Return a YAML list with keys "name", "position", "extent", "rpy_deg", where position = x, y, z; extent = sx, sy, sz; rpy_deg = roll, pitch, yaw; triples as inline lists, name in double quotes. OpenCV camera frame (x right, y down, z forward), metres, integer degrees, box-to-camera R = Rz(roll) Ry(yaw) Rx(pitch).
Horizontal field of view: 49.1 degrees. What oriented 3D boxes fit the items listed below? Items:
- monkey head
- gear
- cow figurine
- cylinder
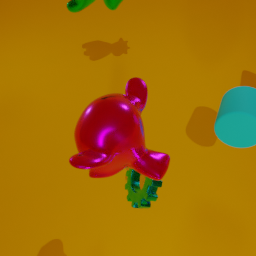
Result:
- name: "monkey head"
  position: [-0.035, 0.127, 3.550]
  extent: [1.209, 1.013, 1.681]
  rpy_deg: [18, 48, 16]
- name: "gear"
  position: [0.278, 0.963, 5.374]
  extent: [0.207, 1.119, 1.119]
  rpy_deg: [13, 57, -24]
- name: "cow figurine"
  position: [-0.707, -2.978, 5.704]
  extent: [1.451, 1.475, 0.809]
  rpy_deg: [-21, 67, 11]
- name: "cylinder"
  position: [2.211, -0.218, 5.470]
  extent: [0.884, 0.884, 0.884]
  rpy_deg: [21, 48, 12]
